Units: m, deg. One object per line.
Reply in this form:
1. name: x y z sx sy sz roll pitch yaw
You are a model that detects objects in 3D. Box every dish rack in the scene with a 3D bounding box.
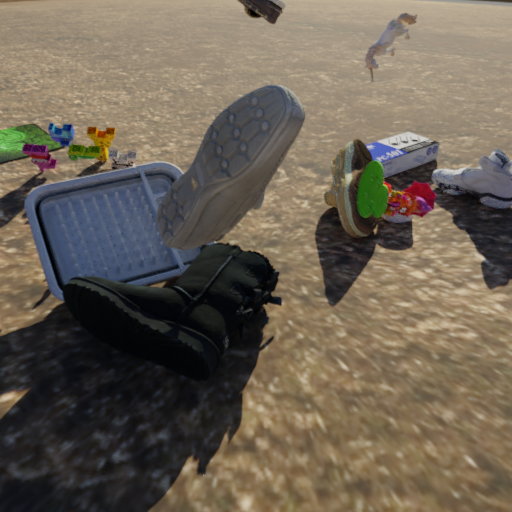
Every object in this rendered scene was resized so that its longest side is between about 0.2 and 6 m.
1. dish rack: -2.666 -0.432 11.148 3.252 0.708 2.791 -15 64 -23

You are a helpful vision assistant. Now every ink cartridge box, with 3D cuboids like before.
1. ink cartridge box: 3.899 -2.859 15.847 2.514 0.556 1.182 -22 38 -31

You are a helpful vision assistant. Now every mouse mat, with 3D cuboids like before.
1. mouse mat: -7.478 -3.515 17.337 2.241 0.105 2.785 -24 39 -33

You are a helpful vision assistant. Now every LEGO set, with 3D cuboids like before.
1. LEGO set: -4.697 -2.878 15.563 2.982 1.224 1.137 4 63 -3

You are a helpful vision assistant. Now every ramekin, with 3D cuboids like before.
1. ramekin: 3.329 -1.125 13.249 0.851 0.415 0.851 0 33 0

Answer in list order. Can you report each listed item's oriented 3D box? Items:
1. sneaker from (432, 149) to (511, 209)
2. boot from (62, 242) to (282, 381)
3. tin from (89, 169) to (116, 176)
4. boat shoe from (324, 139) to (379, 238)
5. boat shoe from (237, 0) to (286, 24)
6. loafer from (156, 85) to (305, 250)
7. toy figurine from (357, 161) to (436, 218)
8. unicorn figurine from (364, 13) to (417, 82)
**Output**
1. sneaker: 5.481 -2.093 13.981 0.822 1.257 2.188 -26 41 -35
2. boot: -1.313 0.608 9.735 3.163 1.171 2.592 21 42 18
3. tin: -3.497 -1.892 14.549 1.751 0.367 0.981 8 37 12
4. boat shoe: 2.187 -1.463 13.366 1.196 1.125 3.140 -28 32 31
5. boat shoe: 0.006 -5.177 11.596 0.572 0.474 1.592 13 21 -43
6. loafer: -0.320 -1.207 8.376 1.183 3.390 1.185 1 62 -38
7. toy figurine: 2.358 -0.918 8.936 1.133 0.924 1.231 9 25 -12
8. unicorn figurine: 2.351 -3.823 10.109 0.466 1.261 0.866 35 30 22
